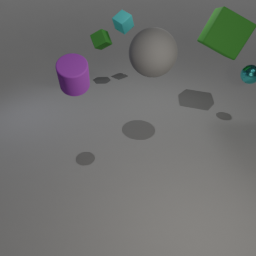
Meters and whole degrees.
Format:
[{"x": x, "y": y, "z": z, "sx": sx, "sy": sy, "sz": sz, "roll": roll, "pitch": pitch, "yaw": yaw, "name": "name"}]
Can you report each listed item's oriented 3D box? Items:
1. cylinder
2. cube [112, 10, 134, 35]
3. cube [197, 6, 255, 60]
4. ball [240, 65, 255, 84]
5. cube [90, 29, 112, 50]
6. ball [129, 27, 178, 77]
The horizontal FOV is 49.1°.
[{"x": -1.235, "y": -1.194, "z": 6.344, "sx": 0.700, "sy": 0.700, "sz": 0.700, "roll": 2, "pitch": 61, "yaw": -3, "name": "cylinder"}, {"x": -0.233, "y": -5.119, "z": 13.544, "sx": 0.700, "sy": 0.700, "sz": 0.700, "roll": 39, "pitch": 78, "yaw": 26, "name": "cube"}, {"x": 3.692, "y": -3.603, "z": 10.684, "sx": 1.400, "sy": 1.400, "sz": 1.400, "roll": 27, "pitch": 20, "yaw": -5, "name": "cube"}, {"x": 4.513, "y": -1.973, "z": 10.318, "sx": 0.700, "sy": 0.700, "sz": 0.700, "roll": 0, "pitch": 32, "yaw": 0, "name": "ball"}, {"x": -1.311, "y": -4.330, "z": 13.737, "sx": 0.700, "sy": 0.700, "sz": 0.700, "roll": -21, "pitch": 0, "yaw": 23, "name": "cube"}, {"x": 0.721, "y": -2.169, "z": 8.084, "sx": 1.400, "sy": 1.400, "sz": 1.400, "roll": 0, "pitch": 32, "yaw": 0, "name": "ball"}]
